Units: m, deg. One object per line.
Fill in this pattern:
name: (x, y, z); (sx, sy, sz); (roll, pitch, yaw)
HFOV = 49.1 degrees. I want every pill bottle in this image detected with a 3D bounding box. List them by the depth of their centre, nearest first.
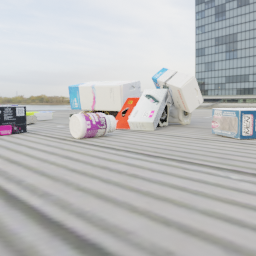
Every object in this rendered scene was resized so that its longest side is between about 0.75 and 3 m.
pill bottle: (-0.999, -0.087, 8.220); (1.277, 0.717, 0.717); (-6, 8, -41)

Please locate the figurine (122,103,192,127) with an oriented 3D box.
figurine: (1.276, -0.649, 13.172); (2.669, 1.149, 2.604); (-3, 2, -42)

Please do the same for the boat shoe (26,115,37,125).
boat shoe: (-4.791, -0.364, 12.828); (0.466, 0.547, 1.637); (-12, -3, 16)

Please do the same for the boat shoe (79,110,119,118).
boat shoe: (-1.329, -0.600, 13.868); (2.236, 0.803, 0.666); (-7, 14, -33)

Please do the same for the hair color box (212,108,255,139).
hair color box: (4.157, -0.189, 8.539); (2.812, 0.851, 1.406); (-1, 5, -15)

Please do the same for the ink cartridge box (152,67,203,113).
ink cartridge box: (2.109, -1.665, 12.126); (0.849, 1.448, 1.977); (-39, 37, -12)

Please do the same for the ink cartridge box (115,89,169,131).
ink cartridge box: (0.436, -0.771, 11.009); (1.883, 0.472, 2.169); (3, 41, 24)

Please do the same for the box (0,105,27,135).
box: (-4.074, -0.270, 8.967); (0.819, 0.944, 1.428); (2, 6, 25)

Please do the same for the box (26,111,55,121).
box: (-5.456, -0.700, 16.223); (1.332, 0.521, 2.185); (4, 6, 35)

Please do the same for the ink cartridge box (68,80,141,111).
ink cartridge box: (-1.075, -1.617, 13.713); (2.946, 1.247, 2.129); (2, 15, 28)

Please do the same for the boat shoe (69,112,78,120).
boat shoe: (-3.192, -0.748, 17.313); (0.438, 0.431, 1.216); (2, 5, 20)
